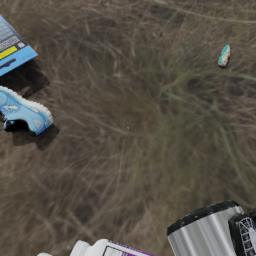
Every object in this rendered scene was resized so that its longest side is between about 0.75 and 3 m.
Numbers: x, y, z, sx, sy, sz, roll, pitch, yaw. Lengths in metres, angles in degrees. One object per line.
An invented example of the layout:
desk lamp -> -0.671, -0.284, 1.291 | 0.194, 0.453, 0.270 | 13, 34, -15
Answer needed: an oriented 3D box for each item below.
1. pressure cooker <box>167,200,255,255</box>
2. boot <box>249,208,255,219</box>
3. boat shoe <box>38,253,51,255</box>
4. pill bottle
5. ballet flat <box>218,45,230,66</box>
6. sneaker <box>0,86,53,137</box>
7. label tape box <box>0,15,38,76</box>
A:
pressure cooker -> 2.022, 2.841, 6.015 | 1.858, 1.887, 2.112 | -21, 61, 1
boot -> 4.247, 2.381, 6.839 | 2.117, 0.797, 1.583 | -14, 62, -8
boat shoe -> -1.748, 3.322, 6.569 | 1.081, 0.361, 0.398 | 31, 65, 16
pill bottle -> -0.129, 3.263, 6.064 | 2.326, 1.308, 1.308 | 15, 62, 9
ballet flat -> 3.428, -2.527, 9.898 | 0.288, 0.341, 0.902 | 34, 67, -15
sneaker -> -3.471, -0.445, 8.265 | 2.373, 0.930, 1.067 | 21, 55, 11
label tape box -> -4.497, -2.491, 9.493 | 2.006, 0.880, 2.782 | -37, 67, -18
